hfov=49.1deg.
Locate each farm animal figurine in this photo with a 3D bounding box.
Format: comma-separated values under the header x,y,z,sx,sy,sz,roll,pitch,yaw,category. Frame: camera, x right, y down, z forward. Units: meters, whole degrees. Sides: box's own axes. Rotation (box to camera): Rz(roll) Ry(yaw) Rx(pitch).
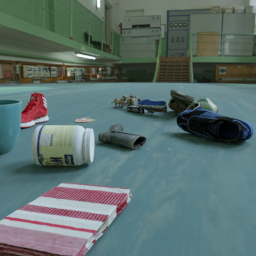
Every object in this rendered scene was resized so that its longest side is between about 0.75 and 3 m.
x,y,z,sx,sy,sz,roll,pitch,yaw,category
-0.028,-1.614,16.483,1.706,0.858,1.377,10,16,41,farm animal figurine

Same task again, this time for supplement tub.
x,y,z,sx,sy,sz,roll,pitch,yaw,category
-1.483,0.407,6.561,1.297,0.940,0.940,0,12,0,supplement tub

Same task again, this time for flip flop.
x,y,z,sx,sy,sz,roll,pitch,yaw,category
2.463,-1.141,13.868,1.208,0.858,2.979,21,-8,4,flip flop

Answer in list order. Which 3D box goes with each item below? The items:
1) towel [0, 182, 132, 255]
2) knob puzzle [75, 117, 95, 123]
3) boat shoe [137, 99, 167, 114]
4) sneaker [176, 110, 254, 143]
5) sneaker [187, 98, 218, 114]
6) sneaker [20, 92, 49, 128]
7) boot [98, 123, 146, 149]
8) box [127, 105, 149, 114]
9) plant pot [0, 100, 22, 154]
x,y,z,sx,sy,sz,roll,pitch,yaw,category
-0.923,1.288,4.141,1.463,0.231,2.031,2,10,20,towel
-1.959,-0.359,12.267,0.876,0.121,0.876,0,12,0,knob puzzle
1.195,-1.016,14.052,1.691,0.612,0.611,11,44,41,boat shoe
2.614,-0.100,9.062,2.608,0.914,1.016,11,8,38,sneaker
3.346,-0.969,13.321,1.139,0.851,2.537,5,15,-1,sneaker
-4.056,-0.765,11.319,0.877,1.293,2.239,3,12,13,sneaker
-0.056,0.228,8.528,1.375,0.499,1.250,0,24,35,boot
0.766,-1.053,15.165,1.096,0.298,1.368,8,14,34,box
-3.745,-0.026,7.644,1.680,1.348,1.680,0,12,0,plant pot
